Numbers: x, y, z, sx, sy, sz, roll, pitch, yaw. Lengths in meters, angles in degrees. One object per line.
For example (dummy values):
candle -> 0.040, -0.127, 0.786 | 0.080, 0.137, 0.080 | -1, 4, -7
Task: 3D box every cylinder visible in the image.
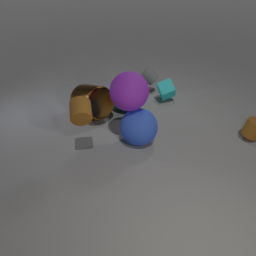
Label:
cylinder -> 4.808, 0.021, 10.745 | 0.700, 0.700, 0.700 | 12, 33, -8
cylinder -> -1.514, -0.542, 8.947 | 0.700, 0.700, 0.700 | -5, 53, -9
cylinder -> 1.093, -2.655, 14.313 | 0.700, 0.700, 0.700 | 41, 32, -10
cylinder -> -1.538, -1.138, 11.971 | 1.400, 1.400, 1.400 | -23, 25, -33

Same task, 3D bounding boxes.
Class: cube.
cube -> 1.856, -1.859, 13.575 | 0.700, 0.700, 0.700 | -20, 70, 2

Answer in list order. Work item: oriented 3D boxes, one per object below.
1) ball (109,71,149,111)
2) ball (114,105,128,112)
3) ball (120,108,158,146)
ball -> 0.044, -1.298, 9.923 | 1.400, 1.400, 1.400 | 0, 31, 0
ball -> -0.061, -1.447, 12.712 | 1.400, 1.400, 1.400 | 0, 31, 0
ball -> 0.407, -0.038, 10.415 | 1.400, 1.400, 1.400 | 0, 31, 0
